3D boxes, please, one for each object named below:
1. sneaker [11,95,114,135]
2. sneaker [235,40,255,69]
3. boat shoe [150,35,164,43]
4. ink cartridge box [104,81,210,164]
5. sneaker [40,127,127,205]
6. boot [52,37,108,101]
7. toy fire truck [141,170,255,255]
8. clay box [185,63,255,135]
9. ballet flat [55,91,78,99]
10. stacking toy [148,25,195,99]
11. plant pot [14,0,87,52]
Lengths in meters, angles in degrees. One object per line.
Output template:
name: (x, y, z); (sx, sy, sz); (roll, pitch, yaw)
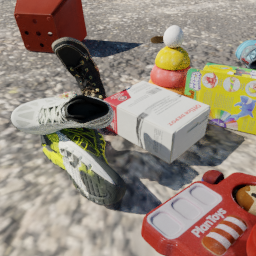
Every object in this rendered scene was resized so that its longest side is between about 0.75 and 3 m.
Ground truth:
sneaker: (-1.329, -0.353, 5.356); (2.089, 0.788, 1.202); (-4, -8, -2)
sneaker: (5.649, -2.674, 10.690); (2.797, 1.109, 1.336); (-7, 47, 2)
boat shoe: (1.513, -4.266, 13.481); (0.944, 0.341, 0.340); (-17, 6, -7)
ink cartridge box: (0.694, -0.260, 7.027); (2.167, 0.907, 1.563); (27, 43, 35)
sneaker: (-0.845, 0.488, 5.861); (1.148, 1.010, 2.713); (-26, 42, -33)
boot: (-1.140, -1.271, 7.357); (0.755, 2.062, 1.553); (-23, 66, 8)
toy fire truck: (1.720, 1.398, 4.099); (2.515, 1.410, 2.112); (-24, 41, -36)
clay box: (2.812, -0.730, 7.174); (2.667, 1.532, 0.635); (16, 37, 21)
ballet flat: (-1.955, -0.534, 7.232); (1.710, 0.647, 0.546); (-11, 48, 21)
stacking toy: (1.313, -1.786, 8.073); (1.652, 2.261, 1.652); (1, 34, 0)
plant pot: (-3.516, -4.693, 12.376); (2.554, 2.556, 2.252); (7, 48, 10)
